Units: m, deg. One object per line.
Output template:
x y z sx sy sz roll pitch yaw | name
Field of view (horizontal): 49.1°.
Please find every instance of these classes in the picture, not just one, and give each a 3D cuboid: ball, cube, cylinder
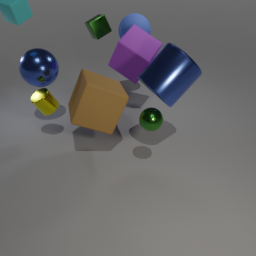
0.673 -0.248 8.135 0.700 0.700 0.700 0 31 0 | ball
-1.182 -4.018 11.120 0.700 0.700 0.700 -35 31 -9 | cube
0.278 -2.957 11.287 1.400 1.400 1.400 34 55 -2 | cube
0.290 -4.222 12.156 1.400 1.400 1.400 0 31 0 | ball
1.254 -1.588 8.509 1.400 1.400 1.400 41 8 -7 | cylinder
-3.253 -2.201 10.267 1.400 1.400 1.400 0 31 0 | ball
-2.884 -0.914 9.748 0.700 0.700 0.700 -16 46 18 | cylinder
-3.743 -3.950 9.280 0.700 0.700 0.700 24 58 24 | cube
-1.005 -0.856 9.031 1.400 1.400 1.400 16 24 -23 | cube
